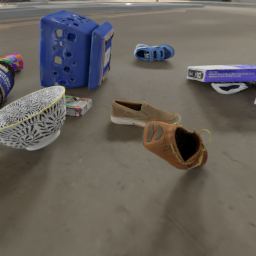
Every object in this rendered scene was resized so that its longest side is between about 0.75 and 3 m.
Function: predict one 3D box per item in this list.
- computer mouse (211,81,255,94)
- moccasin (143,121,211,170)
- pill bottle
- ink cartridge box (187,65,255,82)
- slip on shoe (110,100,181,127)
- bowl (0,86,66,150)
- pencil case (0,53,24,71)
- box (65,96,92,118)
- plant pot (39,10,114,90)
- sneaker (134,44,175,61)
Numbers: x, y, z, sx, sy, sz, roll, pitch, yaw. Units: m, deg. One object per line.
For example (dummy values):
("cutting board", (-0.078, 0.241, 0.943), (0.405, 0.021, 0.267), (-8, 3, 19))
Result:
("computer mouse", (4.366, -1.613, 11.288), (2.032, 0.446, 1.114), (-1, 17, 1))
("moccasin", (1.324, 0.413, 6.348), (0.954, 2.473, 0.904), (-1, 67, 36))
("pill bottle", (-5.080, -1.667, 10.466), (1.373, 1.373, 2.455), (-3, 30, -5))
("ink cartridge box", (4.277, -2.255, 11.568), (2.912, 0.638, 2.940), (-3, 14, -6))
("slip on shoe", (0.561, -0.497, 9.113), (2.311, 0.700, 0.879), (8, 31, 13))
("bowl", (-2.620, -0.124, 7.788), (2.392, 1.123, 2.392), (-17, 27, 9))
("pencil case", (-5.992, -2.939, 13.210), (0.916, 0.916, 2.073), (21, 35, 32))
("box", (-2.301, -0.837, 10.100), (1.751, 0.304, 0.964), (9, 31, 14))
("plant pot", (-2.067, -3.277, 11.999), (2.529, 2.813, 2.813), (11, 31, 3))
("sneaker", (1.378, -4.032, 15.197), (2.257, 0.834, 0.928), (7, 36, 20))
